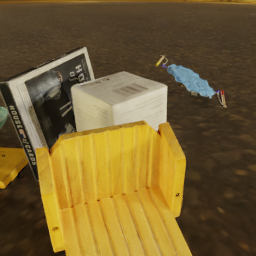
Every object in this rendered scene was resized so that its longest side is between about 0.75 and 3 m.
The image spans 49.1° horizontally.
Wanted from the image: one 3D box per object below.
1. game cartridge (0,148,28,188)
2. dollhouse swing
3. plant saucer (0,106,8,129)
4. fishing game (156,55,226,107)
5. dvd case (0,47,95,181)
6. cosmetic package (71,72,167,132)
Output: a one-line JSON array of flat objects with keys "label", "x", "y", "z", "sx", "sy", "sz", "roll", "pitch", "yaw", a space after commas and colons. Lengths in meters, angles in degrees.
[{"label": "game cartridge", "x": -2.790, "y": 0.825, "z": 5.939, "sx": 1.138, "sy": 0.209, "sz": 1.290, "roll": 2, "pitch": 28, "yaw": 12}, {"label": "dollhouse swing", "x": -0.047, "y": 1.162, "z": 3.707, "sx": 1.973, "sy": 1.793, "sz": 1.734, "roll": -10, "pitch": 32, "yaw": -15}, {"label": "plant saucer", "x": -4.353, "y": 0.092, "z": 6.823, "sx": 2.832, "sy": 0.388, "sz": 2.832, "roll": -7, "pitch": 23, "yaw": 3}, {"label": "fishing game", "x": 2.069, "y": -1.512, "z": 9.317, "sx": 2.615, "sy": 0.407, "sz": 1.873, "roll": 29, "pitch": 31, "yaw": -3}, {"label": "dvd case", "x": -1.469, "y": -0.486, "z": 6.418, "sx": 0.351, "sy": 2.130, "sz": 2.834, "roll": -1, "pitch": 27, "yaw": 25}, {"label": "cosmetic package", "x": -0.165, "y": -0.096, "z": 6.054, "sx": 1.461, "sy": 1.746, "sz": 1.452, "roll": -23, "pitch": 35, "yaw": -35}]
